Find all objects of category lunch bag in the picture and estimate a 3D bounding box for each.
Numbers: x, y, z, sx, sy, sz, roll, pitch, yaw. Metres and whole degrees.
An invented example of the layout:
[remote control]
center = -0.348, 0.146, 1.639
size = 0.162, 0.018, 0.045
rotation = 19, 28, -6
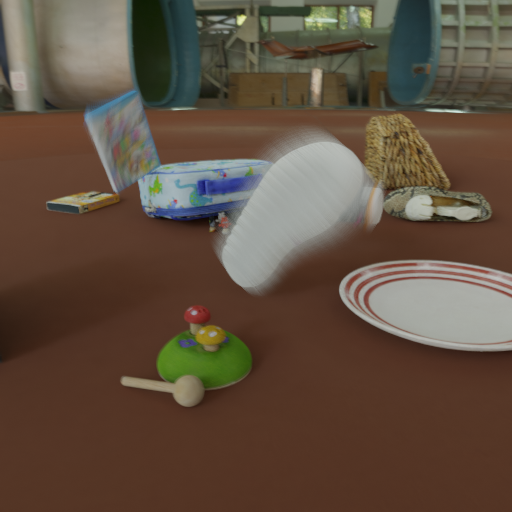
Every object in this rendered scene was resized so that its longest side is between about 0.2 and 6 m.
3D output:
[lunch bag]
center = -1.156, -1.644, 13.448
size = 2.993, 1.234, 2.406
rotation = -13, 14, -34

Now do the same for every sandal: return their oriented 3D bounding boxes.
[sandal]
center = 0.455, -0.609, 7.983
size = 0.700, 1.160, 2.850
rotation = -22, -15, -49

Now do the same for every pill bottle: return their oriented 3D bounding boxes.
[pill bottle]
center = 1.714, -0.957, 10.350
size = 1.145, 0.666, 0.666
rotation = 6, 20, 23

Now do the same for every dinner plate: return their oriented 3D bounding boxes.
[dinner plate]
center = 2.821, 0.719, 8.234
size = 3.187, 0.386, 3.187
rotation = 0, 20, 0

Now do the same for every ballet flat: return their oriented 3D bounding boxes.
[ballet flat]
center = 4.269, -1.136, 13.031
size = 2.485, 0.843, 0.936
rotation = 3, 24, -3

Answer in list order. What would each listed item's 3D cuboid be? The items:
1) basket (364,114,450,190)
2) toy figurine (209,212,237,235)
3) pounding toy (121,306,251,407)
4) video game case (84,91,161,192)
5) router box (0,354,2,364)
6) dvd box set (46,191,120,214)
[basket]
center = 4.650, -3.317, 17.342
size = 2.171, 2.080, 2.915
rotation = 0, 19, 3
[toy figurine]
center = -0.718, -0.710, 12.415
size = 0.573, 0.405, 0.582
rotation = 5, 20, 32
[pounding toy]
center = -0.725, 1.079, 6.685
size = 1.157, 0.696, 1.499
rotation = 11, 22, 30
[video game case]
center = -2.763, -2.399, 11.818
size = 0.158, 1.771, 1.267
rotation = 23, 50, 39
[router box]
center = -4.014, 0.278, 7.413
size = 0.594, 1.735, 2.326
rotation = -12, 22, -34
[dvd box set]
center = -4.506, -1.415, 14.659
size = 1.119, 0.225, 1.530
rotation = 8, 21, 26
